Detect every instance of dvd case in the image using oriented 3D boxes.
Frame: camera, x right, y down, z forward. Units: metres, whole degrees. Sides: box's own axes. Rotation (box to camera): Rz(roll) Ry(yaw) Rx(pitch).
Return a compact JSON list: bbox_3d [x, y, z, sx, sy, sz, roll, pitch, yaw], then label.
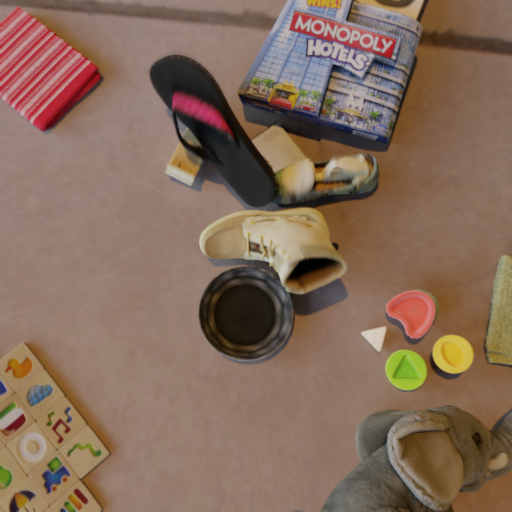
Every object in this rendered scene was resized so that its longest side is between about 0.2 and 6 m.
[{"bbox_3d":[0.390,-1.619,9.884,0.932,0.115,1.306,-36,80,-8],"label":"dvd case"}]

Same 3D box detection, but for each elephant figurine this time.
[{"bbox_3d":[2.376,3.041,8.022,2.490,2.271,3.209,41,64,-36],"label":"elephant figurine"}]

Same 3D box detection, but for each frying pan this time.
[{"bbox_3d":[0.088,0.520,9.238,1.536,0.413,2.540,31,76,4],"label":"frying pan"}]

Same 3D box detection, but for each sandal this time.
[{"bbox_3d":[-0.786,-1.994,8.995,0.676,1.126,2.998,-34,85,-37],"label":"sandal"}]

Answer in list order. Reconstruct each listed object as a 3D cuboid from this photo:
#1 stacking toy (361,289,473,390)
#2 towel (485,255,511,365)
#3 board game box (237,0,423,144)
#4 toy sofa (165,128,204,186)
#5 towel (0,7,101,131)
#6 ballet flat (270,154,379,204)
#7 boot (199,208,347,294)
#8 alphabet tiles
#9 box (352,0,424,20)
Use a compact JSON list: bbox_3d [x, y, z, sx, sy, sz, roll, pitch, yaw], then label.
[{"bbox_3d":[2.610,1.368,9.115,1.361,0.635,1.503,-38,75,18],"label":"stacking toy"},{"bbox_3d":[4.490,0.961,9.176,1.356,0.334,1.828,12,78,4],"label":"towel"},{"bbox_3d":[1.384,-3.663,9.639,2.750,0.848,2.749,16,93,4],"label":"board game box"},{"bbox_3d":[-1.079,-1.894,9.750,0.527,0.621,1.272,26,77,-8],"label":"toy sofa"},{"bbox_3d":[-4.092,-3.418,10.241,2.168,0.244,1.568,39,82,10],"label":"towel"},{"bbox_3d":[1.082,-1.371,9.438,2.090,0.776,0.776,-11,77,-8],"label":"ballet flat"},{"bbox_3d":[0.214,-0.053,8.756,2.142,0.772,1.656,-8,32,-5],"label":"boot"},{"bbox_3d":[-4.144,3.171,8.777,2.901,0.110,3.486,-40,80,-8],"label":"alphabet tiles"},{"bbox_3d":[2.353,-4.890,10.438,1.550,0.540,2.604,22,76,4],"label":"box"}]
